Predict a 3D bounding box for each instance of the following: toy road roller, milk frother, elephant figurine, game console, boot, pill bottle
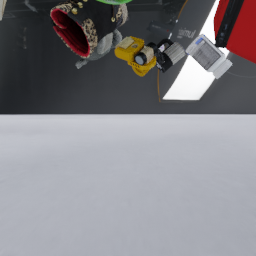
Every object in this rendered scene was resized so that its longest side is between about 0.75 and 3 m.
[{"bbox_3d":[0.174,-1.387,5.535,0.807,0.589,0.496,29,59,25],"label":"toy road roller"},{"bbox_3d":[1.225,-2.188,8.274,0.869,0.834,0.924,-41,23,0],"label":"milk frother"},{"bbox_3d":[-1.262,-3.538,9.652,1.994,2.186,2.818,-12,2,0],"label":"elephant figurine"},{"bbox_3d":[2.743,-2.710,5.920,1.271,1.846,2.142,10,-41,2],"label":"game console"},{"bbox_3d":[-1.032,-2.977,6.151,0.913,2.496,1.879,3,48,34],"label":"boot"},{"bbox_3d":[2.851,-2.498,9.823,0.858,1.509,0.858,-44,-3,-3],"label":"pill bottle"}]

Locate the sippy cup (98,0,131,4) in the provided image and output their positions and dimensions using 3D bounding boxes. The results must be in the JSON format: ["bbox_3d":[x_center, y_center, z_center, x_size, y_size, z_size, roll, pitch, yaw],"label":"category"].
[{"bbox_3d":[-0.094,-2.860,3.748,1.466,2.001,1.571,20,3,-19],"label":"sippy cup"}]

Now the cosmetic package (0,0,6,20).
[{"bbox_3d":[-3.086,-3.116,6.198,0.554,0.785,1.517,-17,-2,-32],"label":"cosmetic package"}]

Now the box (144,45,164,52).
[{"bbox_3d":[0.788,-2.817,10.058,1.017,0.197,0.211,-8,-7,-10],"label":"box"}]
